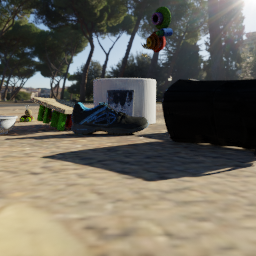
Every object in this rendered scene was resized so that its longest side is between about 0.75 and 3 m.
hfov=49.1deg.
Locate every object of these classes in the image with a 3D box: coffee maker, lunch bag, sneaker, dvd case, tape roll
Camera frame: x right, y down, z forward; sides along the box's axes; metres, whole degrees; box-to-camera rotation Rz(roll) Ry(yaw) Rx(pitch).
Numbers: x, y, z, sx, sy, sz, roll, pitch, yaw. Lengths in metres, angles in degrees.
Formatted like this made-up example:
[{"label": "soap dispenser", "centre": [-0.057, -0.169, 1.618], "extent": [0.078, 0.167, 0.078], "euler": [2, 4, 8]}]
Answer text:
[{"label": "coffee maker", "centre": [2.076, -0.397, 6.352], "extent": [2.515, 1.694, 2.416], "euler": [4, 8, 39]}, {"label": "lunch bag", "centre": [-2.565, -0.561, 11.573], "extent": [1.408, 0.895, 1.194], "euler": [-7, 5, -4]}, {"label": "sneaker", "centre": [-0.554, -0.310, 8.685], "extent": [2.424, 0.993, 0.887], "euler": [0, 6, -5]}, {"label": "dvd case", "centre": [-0.321, -0.739, 10.639], "extent": [1.103, 1.467, 0.181], "euler": [1, -14, 11]}, {"label": "tape roll", "centre": [-0.143, -1.171, 12.317], "extent": [2.766, 1.899, 2.766], "euler": [1, 6, 0]}]

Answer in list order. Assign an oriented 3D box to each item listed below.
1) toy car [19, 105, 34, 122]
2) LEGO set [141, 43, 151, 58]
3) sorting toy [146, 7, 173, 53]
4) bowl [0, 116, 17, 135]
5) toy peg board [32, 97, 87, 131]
[{"label": "toy car", "centre": [-4.723, -0.676, 13.065], "extent": [0.594, 0.752, 0.618], "euler": [1, 6, -1]}, {"label": "LEGO set", "centre": [0.794, -3.225, 11.405], "extent": [0.638, 0.983, 0.279], "euler": [14, 50, 18]}, {"label": "sorting toy", "centre": [0.546, -1.845, 5.313], "extent": [0.347, 0.845, 0.508], "euler": [-16, 33, -35]}, {"label": "bowl", "centre": [-4.070, -0.087, 8.705], "extent": [1.205, 0.542, 1.205], "euler": [-1, 6, 0]}, {"label": "toy peg board", "centre": [-2.371, -0.490, 10.163], "extent": [1.642, 0.803, 1.635], "euler": [21, 12, 30]}]
